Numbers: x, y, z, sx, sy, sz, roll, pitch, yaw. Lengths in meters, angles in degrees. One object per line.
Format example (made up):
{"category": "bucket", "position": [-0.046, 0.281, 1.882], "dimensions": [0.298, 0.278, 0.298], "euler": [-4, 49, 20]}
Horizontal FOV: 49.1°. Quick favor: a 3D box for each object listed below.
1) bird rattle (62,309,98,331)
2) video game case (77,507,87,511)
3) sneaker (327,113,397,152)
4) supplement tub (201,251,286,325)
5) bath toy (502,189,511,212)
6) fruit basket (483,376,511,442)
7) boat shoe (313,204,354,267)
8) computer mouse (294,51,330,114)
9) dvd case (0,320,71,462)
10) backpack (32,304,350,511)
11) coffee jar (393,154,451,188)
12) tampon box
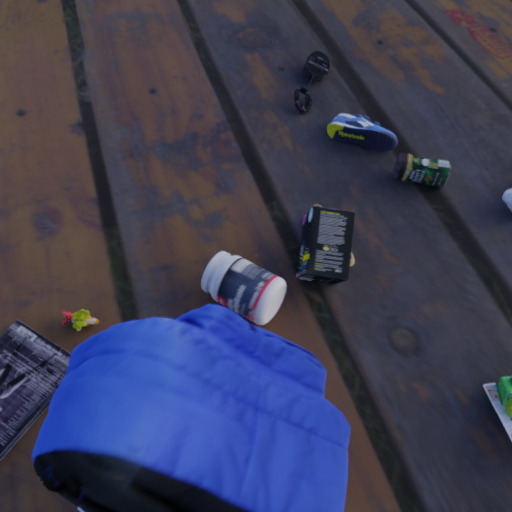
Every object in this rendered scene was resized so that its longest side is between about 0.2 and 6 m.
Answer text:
{"category": "bird rattle", "position": [-3.264, 1.219, 10.410], "dimensions": [0.577, 0.707, 0.398], "euler": [11, 75, -38]}
{"category": "video game case", "position": [-2.201, 3.845, 8.670], "dimensions": [0.828, 0.095, 0.754], "euler": [30, 59, 19]}
{"category": "sneaker", "position": [2.606, -3.038, 13.481], "dimensions": [1.703, 0.630, 0.700], "euler": [21, 54, 14]}
{"category": "supplement tub", "position": [-0.230, 0.592, 10.534], "dimensions": [1.390, 0.976, 0.976], "euler": [27, 58, 19]}
{"category": "bath toy", "position": [6.289, -1.389, 12.232], "dimensions": [1.981, 0.732, 0.861], "euler": [-25, 13, -20]}
{"category": "fruit basket", "position": [4.618, 2.570, 9.144], "dimensions": [1.313, 0.664, 1.417], "euler": [-5, 33, -3]}
{"category": "boat shoe", "position": [1.522, -0.405, 11.570], "dimensions": [0.545, 0.494, 1.531], "euler": [-23, 59, -16]}
{"category": "computer mouse", "position": [1.429, -4.563, 14.828], "dimensions": [0.678, 0.394, 2.312], "euler": [25, 60, -7]}
{"category": "dvd case", "position": [-4.368, 2.339, 9.735], "dimensions": [1.661, 0.178, 2.234], "euler": [27, 58, 18]}
{"category": "backpack", "position": [-0.940, 2.194, 7.496], "dimensions": [3.512, 2.854, 2.947], "euler": [27, 50, -25]}
{"category": "coffee jar", "position": [3.707, -1.923, 12.615], "dimensions": [1.179, 0.615, 0.503], "euler": [11, 55, 5]}
{"category": "tampon box", "position": [1.318, -0.186, 10.768], "dimensions": [0.828, 0.983, 1.312], "euler": [8, 81, -5]}
